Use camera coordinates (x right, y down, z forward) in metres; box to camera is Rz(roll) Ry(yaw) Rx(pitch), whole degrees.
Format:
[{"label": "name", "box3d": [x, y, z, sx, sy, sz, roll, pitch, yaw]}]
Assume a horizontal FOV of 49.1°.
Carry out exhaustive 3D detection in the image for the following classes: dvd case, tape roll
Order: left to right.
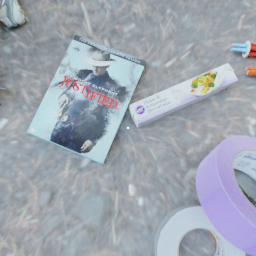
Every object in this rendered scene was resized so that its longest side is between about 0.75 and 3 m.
[{"label": "dvd case", "box3d": [-0.990, -0.783, 7.083, 2.088, 0.315, 2.860, 23, 78, 5]}, {"label": "tape roll", "box3d": [1.538, 2.674, 6.168, 1.882, 0.622, 1.882, 0, 78, -1]}, {"label": "tape roll", "box3d": [2.630, 1.317, 5.770, 2.378, 0.780, 2.378, 13, 48, -15]}]

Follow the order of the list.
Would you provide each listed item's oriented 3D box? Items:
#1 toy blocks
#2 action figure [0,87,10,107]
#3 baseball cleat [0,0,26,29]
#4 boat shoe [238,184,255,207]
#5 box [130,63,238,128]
[{"label": "toy blocks", "box3d": [3.283, -1.740, 7.225, 1.219, 0.443, 1.016, 6, 77, 1]}, {"label": "action figure", "box3d": [-4.296, -1.233, 6.676, 2.640, 1.347, 1.569, 16, 76, 7]}, {"label": "baseball cleat", "box3d": [-3.357, -3.435, 7.540, 0.844, 0.553, 1.586, -24, 78, -5]}, {"label": "boat shoe", "box3d": [2.798, 1.973, 6.133, 0.693, 0.840, 2.447, -35, 85, 30]}, {"label": "box", "box3d": [1.360, -0.804, 6.964, 2.712, 0.562, 0.525, -24, 78, -4]}]
